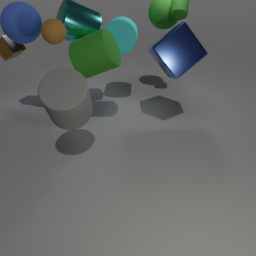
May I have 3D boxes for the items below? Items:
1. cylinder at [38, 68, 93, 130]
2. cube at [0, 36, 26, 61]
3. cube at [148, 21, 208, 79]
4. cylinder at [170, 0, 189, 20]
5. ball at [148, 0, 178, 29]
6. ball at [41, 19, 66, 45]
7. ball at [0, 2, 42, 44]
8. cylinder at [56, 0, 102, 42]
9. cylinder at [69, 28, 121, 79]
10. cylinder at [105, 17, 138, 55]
[{"bbox_3d":[-1.830,-0.839,8.438,1.400,1.400,1.400,0,66,-1],"label":"cylinder"},{"bbox_3d":[-4.561,-3.137,10.854,0.700,0.700,0.700,-21,15,37],"label":"cube"},{"bbox_3d":[1.751,-2.773,10.174,1.400,1.400,1.400,-39,12,7],"label":"cube"},{"bbox_3d":[2.077,-4.850,11.284,0.700,0.700,0.700,8,-12,2],"label":"cylinder"},{"bbox_3d":[1.594,-5.055,12.259,1.400,1.400,1.400,0,31,0],"label":"ball"},{"bbox_3d":[-2.106,-2.735,7.955,0.700,0.700,0.700,0,31,0],"label":"ball"},{"bbox_3d":[-3.768,-3.714,9.921,1.400,1.400,1.400,0,31,0],"label":"ball"},{"bbox_3d":[-1.914,-3.932,10.620,1.400,1.400,1.400,13,23,-30],"label":"cylinder"},{"bbox_3d":[-1.162,-2.656,10.061,1.400,1.400,1.400,-16,26,20],"label":"cylinder"},{"bbox_3d":[-0.299,-3.916,11.835,1.400,1.400,1.400,1,25,2],"label":"cylinder"}]
